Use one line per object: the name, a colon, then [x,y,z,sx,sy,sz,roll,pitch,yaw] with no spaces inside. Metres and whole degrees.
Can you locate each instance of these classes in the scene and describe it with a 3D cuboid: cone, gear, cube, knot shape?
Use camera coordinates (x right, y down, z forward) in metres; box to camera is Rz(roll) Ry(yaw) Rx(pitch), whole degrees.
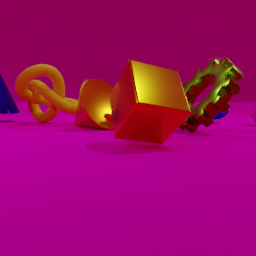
cone: [-4.216,-1.212,9.041,1.391,1.396,1.391,4,7,-1]
gear: [1.676,-0.739,6.254,0.330,1.782,1.782,36,-7,-20]
cube: [0.284,-0.360,4.218,0.847,0.847,0.847,8,-38,-23]
knot shape: [-2.456,-0.881,8.322,1.895,0.936,2.025,-18,-48,44]
cone: [-1.027,-0.337,7.198,1.365,1.365,1.370,-6,-18,-48]

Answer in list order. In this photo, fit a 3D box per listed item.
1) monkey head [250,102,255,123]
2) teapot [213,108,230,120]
monkey head: [3.916,-0.430,7.898,0.788,0.660,1.095,11,38,-10]
teapot: [2.714,-0.699,8.705,0.879,0.692,1.413,10,-23,-16]
